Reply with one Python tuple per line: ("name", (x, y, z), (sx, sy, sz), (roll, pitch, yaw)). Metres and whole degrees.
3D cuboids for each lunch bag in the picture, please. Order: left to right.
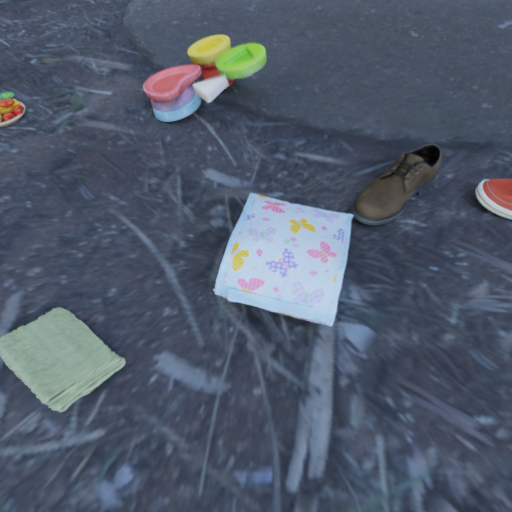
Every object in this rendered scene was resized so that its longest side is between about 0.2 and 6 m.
("lunch bag", (0.407, 0.149, 8.015), (1.683, 1.262, 1.984), (12, 35, 5))

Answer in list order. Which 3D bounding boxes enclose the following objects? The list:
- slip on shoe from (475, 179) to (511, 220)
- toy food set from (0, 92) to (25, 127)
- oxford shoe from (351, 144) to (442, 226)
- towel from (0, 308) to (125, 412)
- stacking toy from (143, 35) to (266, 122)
("slip on shoe", (5.205, -1.125, 9.658), (2.724, 0.833, 1.009), (3, 46, 6))
("toy food set", (-5.638, -3.151, 12.158), (1.167, 0.284, 1.155), (-27, 50, -25))
("oxford shoe", (2.454, -1.332, 9.779), (0.813, 0.945, 2.238), (36, 58, 24))
("towel", (-2.611, 1.320, 7.374), (1.548, 0.283, 1.149), (31, 43, 30))
("stacking toy", (-0.950, -3.633, 12.064), (2.282, 1.065, 2.521), (23, 57, 38))
